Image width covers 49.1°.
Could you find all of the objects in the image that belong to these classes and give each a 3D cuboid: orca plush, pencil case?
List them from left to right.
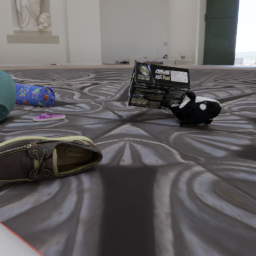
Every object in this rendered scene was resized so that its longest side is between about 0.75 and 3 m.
[{"bbox_3d":[-3.771,-1.311,10.875,1.917,0.832,0.748,7,-22,21],"label":"pencil case"},{"bbox_3d":[1.585,-0.427,7.818,0.746,1.105,2.100,-41,34,-20],"label":"orca plush"}]

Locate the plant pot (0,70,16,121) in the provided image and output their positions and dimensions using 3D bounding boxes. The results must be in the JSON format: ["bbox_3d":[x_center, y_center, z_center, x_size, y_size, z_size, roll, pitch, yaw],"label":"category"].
[{"bbox_3d":[-3.964,-0.789,8.133,1.565,1.565,1.054,-10,51,-32],"label":"plant pot"}]

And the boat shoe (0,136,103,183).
[{"bbox_3d":[-1.297,0.476,4.485,1.937,0.709,0.628,-11,14,-36],"label":"boat shoe"}]

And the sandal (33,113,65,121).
[{"bbox_3d":[-2.392,-0.366,8.486,0.941,0.231,0.383,-6,16,-20],"label":"sandal"}]

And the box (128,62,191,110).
[{"bbox_3d":[0.917,-1.237,8.681,1.669,0.719,1.367,6,-28,-6],"label":"box"}]

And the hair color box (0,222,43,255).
[{"bbox_3d":[-1.330,1.185,2.089,1.918,0.587,0.974,14,21,38],"label":"hair color box"}]
